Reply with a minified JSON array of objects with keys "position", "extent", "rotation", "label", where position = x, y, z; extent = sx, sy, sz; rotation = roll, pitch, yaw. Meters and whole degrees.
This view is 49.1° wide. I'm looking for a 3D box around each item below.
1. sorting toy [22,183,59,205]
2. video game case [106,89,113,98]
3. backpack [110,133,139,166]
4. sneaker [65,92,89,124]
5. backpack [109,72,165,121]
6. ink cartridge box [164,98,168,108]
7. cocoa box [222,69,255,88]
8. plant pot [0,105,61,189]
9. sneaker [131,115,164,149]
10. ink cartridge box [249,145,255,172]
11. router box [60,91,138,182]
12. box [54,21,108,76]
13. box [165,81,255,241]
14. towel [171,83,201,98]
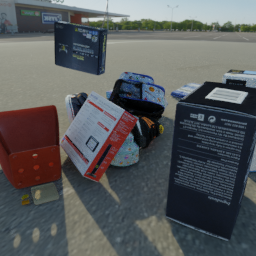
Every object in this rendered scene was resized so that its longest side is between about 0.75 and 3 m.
[{"position":[-2.360,1.790,7.458],"extent":[0.923,0.124,0.688],"rotation":[-10,29,-23],"label":"sorting toy"},{"position":[-0.061,-1.957,16.011],"extent":[1.792,0.407,1.624],"rotation":[15,27,31],"label":"video game case"},{"position":[-0.252,0.649,9.097],"extent":[1.138,0.992,1.294],"rotation":[-6,31,-27],"label":"backpack"},{"position":[-2.236,-1.036,12.865],"extent":[1.148,1.134,2.892],"rotation":[-9,22,-6],"label":"sneaker"},{"position":[0.402,-1.150,11.780],"extent":[2.305,1.864,2.420],"rotation":[14,-20,-8],"label":"backpack"},{"position":[0.802,-1.531,13.631],"extent":[1.997,1.363,0.762],"rotation":[22,67,41],"label":"ink cartridge box"},{"position":[6.088,-1.760,13.699],"extent":[2.707,1.805,1.776],"rotation":[12,25,26],"label":"cocoa box"},{"position":[-2.822,0.651,8.198],"extent":[1.892,1.894,1.669],"rotation":[-10,37,-23],"label":"plant pot"},{"position":[0.774,0.042,10.317],"extent":[1.217,0.946,2.705],"rotation":[0,14,-3],"label":"sneaker"},{"position":[4.194,0.313,9.272],"extent":[1.384,1.348,2.153],"rotation":[-3,23,2],"label":"ink cartridge box"},{"position":[-1.044,0.144,8.839],"extent":[0.597,2.192,2.443],"rotation":[32,2,-36],"label":"router box"},{"position":[-1.580,-2.627,9.193],"extent":[1.827,1.441,0.466],"rotation":[19,30,22],"label":"box"},{"position":[2.052,0.619,6.536],"extent":[1.535,2.942,2.177],"rotation":[14,25,26],"label":"box"},{"position":[3.950,-2.129,16.589],"extent":[1.930,0.313,2.627],"rotation":[19,31,34],"label":"towel"}]
